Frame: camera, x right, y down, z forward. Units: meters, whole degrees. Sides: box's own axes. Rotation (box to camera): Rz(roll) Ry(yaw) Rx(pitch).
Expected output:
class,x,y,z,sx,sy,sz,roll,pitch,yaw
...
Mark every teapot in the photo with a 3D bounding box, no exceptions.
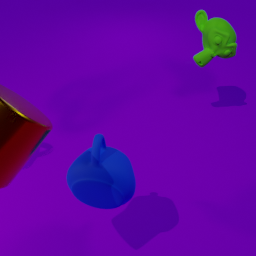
class,x,y,z,sx,sy,sz,roll,pitch,yaw
teapot,-0.402,0.805,4.726,1.141,1.835,0.899,5,46,9

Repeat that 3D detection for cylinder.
class,x,y,z,sx,sy,sz,roll,pitch,yaw
cylinder,-1.442,0.072,3.112,0.865,0.865,0.865,39,92,30

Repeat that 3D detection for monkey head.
class,x,y,z,sx,sy,sz,roll,pitch,yaw
monkey head,2.188,-2.182,7.232,1.168,1.623,0.978,-36,33,26
